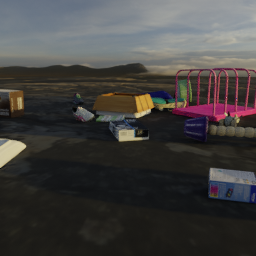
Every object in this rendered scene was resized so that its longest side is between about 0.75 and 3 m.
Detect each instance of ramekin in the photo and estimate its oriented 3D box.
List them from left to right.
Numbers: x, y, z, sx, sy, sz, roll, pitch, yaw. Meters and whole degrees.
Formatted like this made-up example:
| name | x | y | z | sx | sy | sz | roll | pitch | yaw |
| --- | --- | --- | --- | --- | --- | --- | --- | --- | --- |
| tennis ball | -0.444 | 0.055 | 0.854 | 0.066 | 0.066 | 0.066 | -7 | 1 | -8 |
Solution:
| name | x | y | z | sx | sy | sz | roll | pitch | yaw |
| --- | --- | --- | --- | --- | --- | --- | --- | --- | --- |
| ramekin | 2.953 | -1.964 | 14.881 | 0.603 | 1.235 | 1.235 | -7 | 13 | 4 |

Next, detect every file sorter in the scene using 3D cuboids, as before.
| name | x | y | z | sx | sy | sz | roll | pitch | yaw |
| --- | --- | --- | --- | --- | --- | --- | --- | --- | --- |
| file sorter | 3.569 | -1.479 | 11.265 | 2.941 | 1.844 | 2.044 | -10 | 16 | -36 |

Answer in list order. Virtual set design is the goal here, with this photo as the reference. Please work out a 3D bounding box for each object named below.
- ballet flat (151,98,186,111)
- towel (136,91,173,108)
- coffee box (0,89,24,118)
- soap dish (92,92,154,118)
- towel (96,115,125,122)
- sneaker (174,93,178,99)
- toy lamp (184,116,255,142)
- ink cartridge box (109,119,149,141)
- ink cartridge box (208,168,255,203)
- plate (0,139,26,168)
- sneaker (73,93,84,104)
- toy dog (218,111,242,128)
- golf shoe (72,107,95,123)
| name | x | y | z | sx | sy | sz | roll | pitch | yaw |
| --- | --- | --- | --- | --- | --- | --- | --- | --- | --- |
| ballet flat | 1.628 | -0.971 | 11.975 | 1.683 | 0.585 | 0.585 | 1 | 13 | 5 |
| towel | 1.146 | -1.341 | 13.660 | 1.833 | 0.615 | 2.483 | -7 | 13 | 1 |
| coffee box | -5.030 | -0.995 | 11.052 | 1.772 | 1.013 | 0.706 | 7 | 14 | 23 |
| soap dish | -0.163 | -0.976 | 11.333 | 2.049 | 0.832 | 1.612 | 6 | 14 | 27 |
| towel | -0.625 | -0.356 | 10.181 | 0.968 | 0.148 | 0.722 | 1 | 12 | 5 |
| sneaker | 2.913 | -1.799 | 16.007 | 0.551 | 0.461 | 1.214 | 10 | 20 | 0 |
| toy lamp | 2.676 | 0.076 | 7.153 | 2.438 | 0.710 | 0.710 | 4 | 14 | 15 |
| ink cartridge box | -0.038 | 0.002 | 8.246 | 0.858 | 0.338 | 1.726 | -4 | 13 | -14 |
| ink cartridge box | 1.691 | 0.892 | 4.377 | 0.824 | 0.314 | 0.562 | 2 | 13 | 17 |
| plate | -3.382 | 0.531 | 6.032 | 1.784 | 0.289 | 1.788 | 1 | 13 | 1 |
| sneaker | -2.580 | -1.509 | 14.366 | 0.435 | 0.511 | 1.168 | -7 | 14 | -29 |
| toy dog | 3.386 | -0.338 | 9.225 | 0.732 | 0.534 | 1.109 | 3 | 13 | 14 |
| golf shoe | -1.605 | -0.483 | 9.804 | 1.087 | 0.501 | 0.395 | 11 | 49 | 45 |
